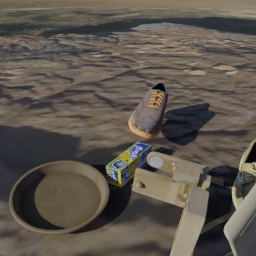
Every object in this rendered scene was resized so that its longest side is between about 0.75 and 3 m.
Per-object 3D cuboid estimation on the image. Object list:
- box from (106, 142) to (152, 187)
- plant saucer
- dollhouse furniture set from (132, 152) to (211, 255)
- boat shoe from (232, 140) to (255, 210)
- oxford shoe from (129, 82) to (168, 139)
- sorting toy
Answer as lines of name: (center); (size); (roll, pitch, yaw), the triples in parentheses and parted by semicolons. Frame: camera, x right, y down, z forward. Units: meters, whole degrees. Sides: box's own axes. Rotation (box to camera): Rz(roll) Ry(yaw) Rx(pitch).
box: (0.058, 0.803, 6.459); (0.412, 0.449, 1.282); (14, 31, 32)
plant saucer: (-1.309, 1.330, 5.509); (1.889, 0.278, 1.889); (4, 33, -2)
dollhouse furniture set: (0.533, 1.176, 4.589); (1.281, 1.495, 1.572); (16, 34, 13)
boat shoe: (2.597, 0.970, 5.718); (0.762, 0.683, 2.059); (11, 39, 15)
oxford shoe: (0.617, -0.561, 7.615); (0.895, 0.915, 2.511); (18, 29, 1)
sorting toy: (1.851, 1.350, 4.138); (2.388, 1.345, 0.325); (-45, 39, -17)
